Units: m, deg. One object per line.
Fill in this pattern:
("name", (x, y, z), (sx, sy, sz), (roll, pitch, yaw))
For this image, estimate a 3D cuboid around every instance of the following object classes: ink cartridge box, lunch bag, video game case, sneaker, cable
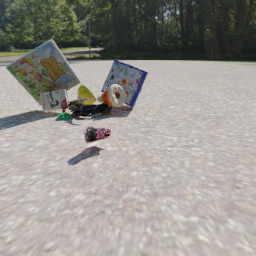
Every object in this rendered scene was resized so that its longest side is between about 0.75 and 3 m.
("ink cartridge box", (-2.775, -1.030, 10.616), (0.972, 0.706, 0.405), (-9, -1, 0))
("lunch bag", (-0.037, -1.815, 11.662), (1.158, 1.590, 1.870), (16, 10, -38))
("video game case", (-3.072, -1.984, 10.469), (1.899, 2.086, 0.230), (-30, 47, 2))
("sneaker", (-0.710, 0.144, 6.811), (0.491, 0.407, 1.030), (-1, 6, 17))
("cable", (-1.431, -0.740, 10.535), (1.303, 0.406, 1.597), (9, 19, 28))

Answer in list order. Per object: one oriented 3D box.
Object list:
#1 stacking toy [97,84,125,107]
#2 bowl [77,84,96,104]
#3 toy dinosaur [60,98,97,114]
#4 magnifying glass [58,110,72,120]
("stacking toy", (-0.749, -1.153, 10.708), (1.163, 0.850, 0.850), (-8, 7, 43))
("bowl", (-1.886, -1.352, 12.088), (0.521, 0.968, 0.968), (-44, 33, -15))
("toy dinosaur", (-1.870, -0.805, 9.899), (0.767, 0.413, 1.740), (-36, 19, -35))
("magnifying glass", (-2.322, -0.486, 10.216), (0.484, 0.136, 1.216), (-5, 19, -14))
